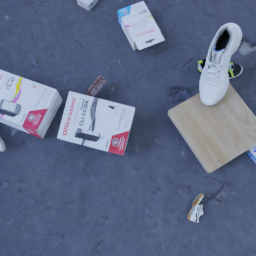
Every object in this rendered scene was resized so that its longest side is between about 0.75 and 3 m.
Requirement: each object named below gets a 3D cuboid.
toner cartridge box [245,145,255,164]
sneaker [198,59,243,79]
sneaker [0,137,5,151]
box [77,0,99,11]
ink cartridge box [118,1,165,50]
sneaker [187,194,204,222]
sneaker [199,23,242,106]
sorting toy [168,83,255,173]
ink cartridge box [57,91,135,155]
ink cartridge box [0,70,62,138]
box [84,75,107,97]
[{"bbox_3d":[5.553,0.687,10.931,1.772,0.383,0.842,-35,75,-11],"label":"toner cartridge box"},{"bbox_3d":[3.895,-2.541,11.756,1.950,0.808,0.699,3,72,1],"label":"sneaker"},{"bbox_3d":[-5.549,0.488,10.849,1.037,0.647,1.758,-38,66,-17],"label":"sneaker"},{"bbox_3d":[-1.753,-6.182,13.174,0.709,0.365,1.215,32,75,10],"label":"box"},{"bbox_3d":[0.565,-4.332,12.362,1.284,0.757,2.231,-22,73,-7],"label":"ink cartridge box"},{"bbox_3d":[2.582,2.941,10.251,0.460,0.397,1.050,30,80,-4],"label":"sneaker"},{"bbox_3d":[3.072,-2.222,9.856,1.103,1.290,2.961,17,107,27],"label":"sneaker"},{"bbox_3d":[3.356,-0.040,10.865,2.726,0.954,2.743,-29,75,-9],"label":"sorting toy"},{"bbox_3d":[-1.147,-0.172,10.412,2.499,1.046,1.803,14,89,1],"label":"ink cartridge box"},{"bbox_3d":[-4.213,-0.953,11.096,2.561,1.097,1.890,20,73,5],"label":"ink cartridge box"},{"bbox_3d":[-1.302,-1.587,11.180,0.387,0.517,1.032,40,93,-17],"label":"box"}]
